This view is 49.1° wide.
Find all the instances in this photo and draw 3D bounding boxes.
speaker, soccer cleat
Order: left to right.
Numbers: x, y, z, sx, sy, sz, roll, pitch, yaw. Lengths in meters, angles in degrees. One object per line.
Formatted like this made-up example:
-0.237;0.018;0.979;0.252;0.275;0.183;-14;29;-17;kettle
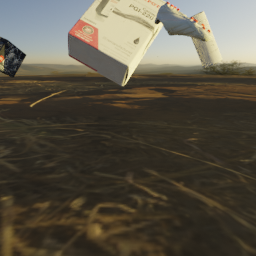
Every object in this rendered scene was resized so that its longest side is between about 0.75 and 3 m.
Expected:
1.171;-2.172;6.048;0.503;0.563;1.450;-3;42;-51;soccer cleat
2.723;-3.140;10.063;0.754;1.856;0.754;-25;11;5;speaker

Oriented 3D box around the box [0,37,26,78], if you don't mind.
-4.065;-2.342;9.258;0.542;0.949;1.042;25;-5;19;box

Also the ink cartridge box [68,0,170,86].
-0.266;-3.190;9.103;2.146;2.946;1.249;30;-24;2;ink cartridge box
